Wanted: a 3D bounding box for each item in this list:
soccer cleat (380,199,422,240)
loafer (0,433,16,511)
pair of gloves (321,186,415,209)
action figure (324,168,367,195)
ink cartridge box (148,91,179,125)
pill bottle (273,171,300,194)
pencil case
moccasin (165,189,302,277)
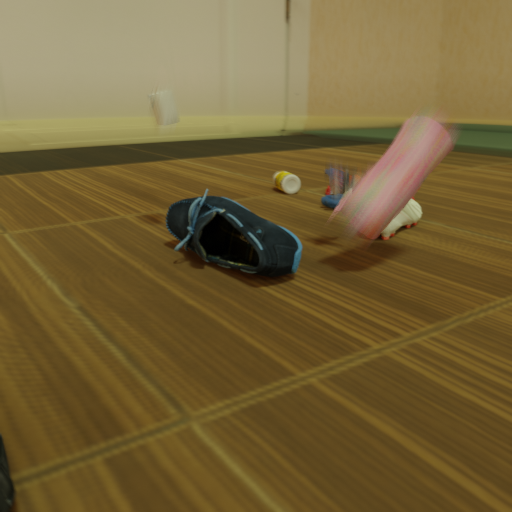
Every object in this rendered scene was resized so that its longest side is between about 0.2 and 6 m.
[{"bbox_3d":[3.183,-1.119,12.757,0.910,1.019,2.626,10,20,29],"label":"soccer cleat"},{"bbox_3d":[-3.118,1.258,5.059,1.154,1.193,3.399,-18,25,-38],"label":"loafer"},{"bbox_3d":[3.062,-1.604,15.408,2.480,0.351,3.084,1,17,9],"label":"pair of gloves"},{"bbox_3d":[1.822,-1.402,11.002,0.938,0.491,0.907,33,43,32],"label":"action figure"},{"bbox_3d":[-1.977,-3.152,11.963,0.375,0.650,0.896,-18,19,-14],"label":"ink cartridge box"},{"bbox_3d":[0.886,-2.232,16.917,0.586,0.586,1.042,-6,18,-17],"label":"pill bottle"},{"bbox_3d":[2.418,-1.377,9.870,0.991,2.266,0.991,41,-2,2],"label":"pencil case"},{"bbox_3d":[-0.670,-0.486,10.215,3.298,1.327,1.124,15,14,42],"label":"moccasin"}]
